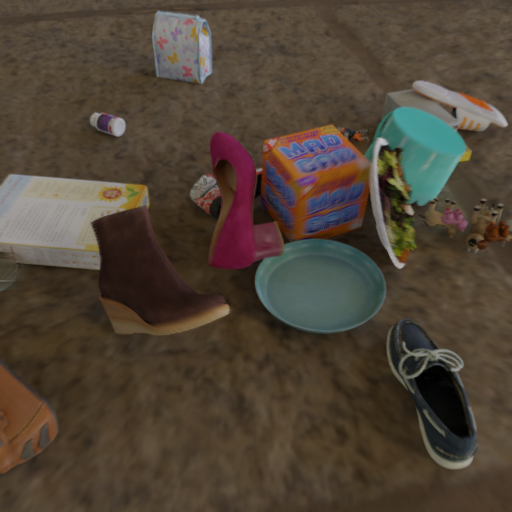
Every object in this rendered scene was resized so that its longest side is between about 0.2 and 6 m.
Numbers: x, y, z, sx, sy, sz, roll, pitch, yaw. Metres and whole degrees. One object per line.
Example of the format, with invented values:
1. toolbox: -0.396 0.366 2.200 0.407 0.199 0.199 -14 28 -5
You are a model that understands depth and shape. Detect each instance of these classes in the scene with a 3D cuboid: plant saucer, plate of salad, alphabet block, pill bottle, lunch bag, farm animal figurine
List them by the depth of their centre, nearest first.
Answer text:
1. plant saucer: 1.109 0.544 9.855 2.266 0.310 2.266 1 42 0
2. plate of salad: 2.530 -0.958 10.024 0.568 2.364 2.364 -8 38 26
3. farm animal figurine: 4.155 -0.547 10.745 1.583 0.834 1.600 -18 37 -35
4. alphabet block: 4.814 -2.391 13.078 0.267 0.265 0.272 -10 44 -7
5. pill bottle: -3.697 -3.276 13.898 0.811 0.452 0.452 21 47 22
6. lunch bag: -2.055 -5.935 15.826 1.485 1.751 1.113 11 44 13

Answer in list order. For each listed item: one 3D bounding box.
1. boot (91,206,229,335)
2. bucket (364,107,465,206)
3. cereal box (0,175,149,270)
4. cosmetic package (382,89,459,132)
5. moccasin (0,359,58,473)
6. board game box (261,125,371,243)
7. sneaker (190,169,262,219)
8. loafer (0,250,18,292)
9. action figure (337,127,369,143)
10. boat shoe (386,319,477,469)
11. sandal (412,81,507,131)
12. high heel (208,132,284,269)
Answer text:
1. boot: -1.587 0.191 8.633 2.360 1.963 0.854 -8 3 31
2. bucket: 3.272 -2.112 11.654 1.933 1.257 1.933 15 41 -14
3. cereal box: -3.821 -0.698 10.984 2.984 0.590 2.147 5 43 5
4. cosmetic package: 3.965 -3.302 13.686 1.001 0.845 1.873 -11 47 -12
5. moccasin: -4.220 1.881 7.901 3.152 1.153 1.217 35 44 20
6. board game box: 1.123 -1.372 10.950 1.539 1.540 1.541 -17 49 -19
7. sneaker: -0.535 -1.535 11.880 0.988 0.615 1.843 34 55 28
8. loafer: -5.017 0.209 9.261 2.301 0.801 0.865 -7 57 -50
9. action figure: 2.332 -3.014 13.664 0.774 0.419 0.800 9 42 -3
10. boat shoe: 2.528 1.797 8.152 0.917 0.757 2.449 -1 43 -2
11. sandal: 4.980 -3.633 14.021 2.511 0.720 0.962 21 36 0
12. high heel: -0.639 -1.122 10.291 1.425 1.000 2.965 -10 58 -28
